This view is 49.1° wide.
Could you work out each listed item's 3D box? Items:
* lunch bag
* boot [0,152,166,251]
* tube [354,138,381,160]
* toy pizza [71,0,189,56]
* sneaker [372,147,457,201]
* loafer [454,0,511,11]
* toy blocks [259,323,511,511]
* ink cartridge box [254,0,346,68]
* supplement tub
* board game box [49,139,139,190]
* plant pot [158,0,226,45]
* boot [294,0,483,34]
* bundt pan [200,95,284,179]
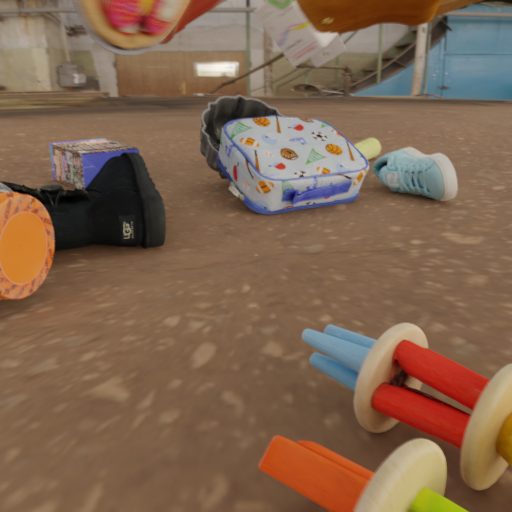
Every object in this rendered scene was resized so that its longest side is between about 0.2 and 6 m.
[{"bbox_3d":[0.689,-1.791,11.132,2.834,1.071,2.271,-13,50,-29],"label":"lunch bag"},{"bbox_3d":[-3.037,-0.905,8.973,2.630,1.196,3.131,-3,25,-21],"label":"boot"},{"bbox_3d":[2.774,-2.825,15.626,2.205,0.572,0.640,-30,-4,-46],"label":"tube"},{"bbox_3d":[-1.029,-2.908,5.359,0.316,1.994,1.994,25,27,19],"label":"toy pizza"},{"bbox_3d":[3.228,-1.616,11.761,1.093,0.986,2.667,-19,17,-3],"label":"sneaker"},{"bbox_3d":[2.392,-3.572,6.751,3.222,1.013,1.158,9,9,31],"label":"loafer"},{"bbox_3d":[0.925,1.166,3.537,2.064,0.899,2.476,-17,25,-40],"label":"toy blocks"},{"bbox_3d":[0.879,-4.455,11.075,0.992,1.694,0.570,-14,32,55],"label":"ink cartridge box"},{"bbox_3d":[-3.759,-0.207,6.526,2.463,1.509,1.509,5,20,15],"label":"supplement tub"},{"bbox_3d":[-3.762,-2.144,13.064,1.434,0.871,1.799,-16,25,-38],"label":"board game box"},{"bbox_3d":[-1.073,-3.892,7.906,1.292,1.328,1.328,-38,36,-26],"label":"plant pot"},{"bbox_3d":[0.952,-2.253,4.315,1.501,0.738,2.097,-6,-3,26],"label":"boot"},{"bbox_3d":[-0.209,-2.474,12.687,2.396,0.899,2.396,11,54,-16],"label":"bundt pan"}]
